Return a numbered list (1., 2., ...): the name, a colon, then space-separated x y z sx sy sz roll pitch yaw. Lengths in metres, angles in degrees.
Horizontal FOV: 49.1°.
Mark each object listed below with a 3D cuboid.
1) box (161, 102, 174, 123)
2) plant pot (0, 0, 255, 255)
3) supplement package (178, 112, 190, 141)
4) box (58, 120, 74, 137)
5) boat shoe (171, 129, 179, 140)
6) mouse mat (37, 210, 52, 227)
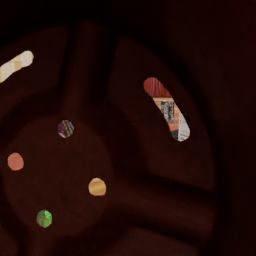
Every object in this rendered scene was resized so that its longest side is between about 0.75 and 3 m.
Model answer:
1. box: 1.925 -0.788 13.708 0.315 1.000 1.268 -1 8 -9
2. plant pot: -0.658 0.232 0.491 2.444 2.444 2.377 2 -1 13
3. supplement package: 2.060 0.236 4.841 1.904 1.056 1.483 -3 7 -20
4. box: -1.826 -0.710 9.276 1.635 1.883 2.850 -6 9 -15
5. boat shoe: 0.693 0.196 6.491 0.839 0.745 2.245 -2 7 -14
6. mouse mat: -0.636 0.991 2.898 0.777 0.036 0.965 -1 6 -7
